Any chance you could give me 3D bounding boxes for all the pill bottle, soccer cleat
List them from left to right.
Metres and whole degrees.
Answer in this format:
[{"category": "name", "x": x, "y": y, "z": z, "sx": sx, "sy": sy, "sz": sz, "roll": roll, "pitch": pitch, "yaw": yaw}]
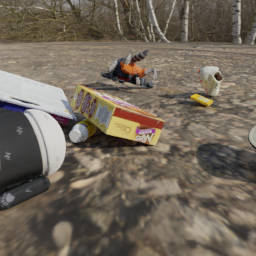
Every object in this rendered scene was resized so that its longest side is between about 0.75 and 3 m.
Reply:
[{"category": "pill bottle", "x": -1.222, "y": 0.073, "z": 7.643, "sx": 0.489, "sy": 0.489, "sz": 0.873, "roll": 7, "pitch": 22, "yaw": 19}, {"category": "soccer cleat", "x": 3.505, "y": -1.848, "z": 11.400, "sx": 0.814, "sy": 0.727, "sz": 2.099, "roll": -3, "pitch": -18, "yaw": 29}]

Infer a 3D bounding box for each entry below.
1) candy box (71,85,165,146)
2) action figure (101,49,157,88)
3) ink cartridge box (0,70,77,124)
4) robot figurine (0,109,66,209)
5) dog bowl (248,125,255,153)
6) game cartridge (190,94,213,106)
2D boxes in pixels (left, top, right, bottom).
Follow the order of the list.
[{"category": "candy box", "x": -0.419, "y": -0.437, "z": 7.880, "sx": 1.573, "sy": 0.761, "sz": 2.697, "roll": 15, "pitch": 9, "yaw": -34}, {"category": "action figure", "x": 0.309, "y": -2.669, "z": 12.727, "sx": 2.722, "sy": 1.424, "sz": 2.633, "roll": 8, "pitch": 4, "yaw": -30}, {"category": "ink cartridge box", "x": -3.275, "y": -0.932, "z": 8.551, "sx": 2.942, "sy": 0.649, "sz": 2.996, "roll": 16, "pitch": 19, "yaw": -28}, {"category": "robot figurine", "x": -2.333, "y": 0.483, "z": 5.228, "sx": 2.317, "sy": 1.741, "sz": 1.446, "roll": -18, "pitch": 7, "yaw": -34}, {"category": "dog bowl", "x": 3.385, "y": 0.333, "z": 5.577, "sx": 1.762, "sy": 0.650, "sz": 1.762, "roll": -18, "pitch": 21, "yaw": 7}, {"category": "game cartridge", "x": 2.854, "y": -1.098, "z": 10.845, "sx": 0.761, "sy": 0.123, "sz": 0.671, "roll": 30, "pitch": 28, "yaw": 21}]
